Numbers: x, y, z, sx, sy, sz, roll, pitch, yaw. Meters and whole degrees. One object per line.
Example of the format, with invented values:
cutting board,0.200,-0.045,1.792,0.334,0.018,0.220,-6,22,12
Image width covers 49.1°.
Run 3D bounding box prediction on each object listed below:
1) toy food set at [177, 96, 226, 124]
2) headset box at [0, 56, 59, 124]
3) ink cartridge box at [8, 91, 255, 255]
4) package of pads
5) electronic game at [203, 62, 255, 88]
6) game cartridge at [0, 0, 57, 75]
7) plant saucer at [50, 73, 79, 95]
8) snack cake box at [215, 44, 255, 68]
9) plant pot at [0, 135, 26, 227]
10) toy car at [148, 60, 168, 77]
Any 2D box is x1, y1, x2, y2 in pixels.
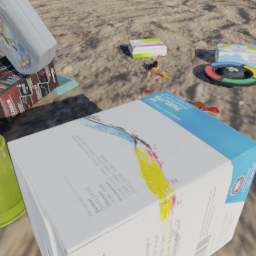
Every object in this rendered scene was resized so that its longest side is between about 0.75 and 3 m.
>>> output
toy food set,1.762,-0.533,8.115,2.059,0.324,1.309,7,35,10
headset box,-3.648,-1.218,8.407,1.879,0.948,2.528,14,42,23
ink cartridge box,0.063,1.033,4.221,2.803,2.057,2.047,-20,39,-28
package of pads,0.830,-3.561,12.447,1.507,0.514,1.164,-6,34,-9
electronic game,3.786,-1.983,10.180,2.050,0.427,2.050,0,34,0
game cartridge,-2.404,-1.985,6.030,0.529,1.695,2.546,-38,20,-24
plant saucer,-3.190,-1.852,10.155,2.927,0.278,1.023,23,41,28
snack cake box,4.579,-2.955,11.440,1.874,0.630,1.078,5,33,9
plant pot,-2.570,0.862,5.124,1.409,1.356,1.409,0,35,0
toy car,1.131,-2.141,10.680,0.339,0.500,1.020,28,30,-46
